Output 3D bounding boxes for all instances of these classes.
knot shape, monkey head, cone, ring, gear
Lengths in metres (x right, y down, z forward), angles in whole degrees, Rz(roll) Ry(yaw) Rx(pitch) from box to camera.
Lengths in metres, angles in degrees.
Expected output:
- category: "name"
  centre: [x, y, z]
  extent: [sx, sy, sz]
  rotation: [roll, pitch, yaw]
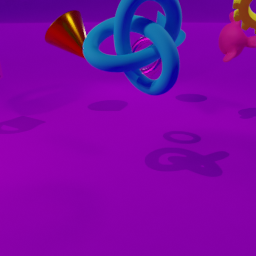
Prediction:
- category: "knot shape"
  centre: [0.272, -1.770, 5.358]
  extent: [2.039, 1.908, 0.942]
  rotation: [31, 13, 6]
- category: "monkey head"
  centre: [3.450, -2.760, 8.757]
  extent: [1.143, 1.589, 0.957]
  rotation: [8, -1, 41]
- category: "cone"
  centre: [1.320, -3.713, 10.264]
  extent: [1.274, 1.279, 1.274]
  rotation: [-17, 45, 18]
- category: "cone"
  centre: [-1.701, -2.813, 9.437]
  extent: [1.533, 1.527, 1.527]
  rotation: [50, 34, 1]
- category: "ring"
  centre: [0.456, -1.775, 6.965]
  extent: [1.078, 1.078, 0.216]
  rotation: [17, 4, 35]
- category: "gear"
  centre: [3.161, -2.818, 6.408]
  extent: [1.409, 1.409, 0.261]
  rotation: [8, 58, 18]

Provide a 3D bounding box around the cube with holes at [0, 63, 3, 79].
- category: "cube with holes"
  centre: [-4.398, -1.761, 8.346]
  extent: [0.822, 0.822, 0.822]
  rotation: [29, 54, 5]
